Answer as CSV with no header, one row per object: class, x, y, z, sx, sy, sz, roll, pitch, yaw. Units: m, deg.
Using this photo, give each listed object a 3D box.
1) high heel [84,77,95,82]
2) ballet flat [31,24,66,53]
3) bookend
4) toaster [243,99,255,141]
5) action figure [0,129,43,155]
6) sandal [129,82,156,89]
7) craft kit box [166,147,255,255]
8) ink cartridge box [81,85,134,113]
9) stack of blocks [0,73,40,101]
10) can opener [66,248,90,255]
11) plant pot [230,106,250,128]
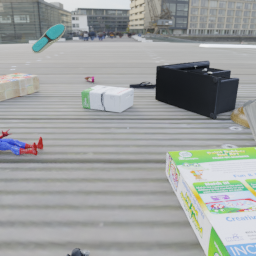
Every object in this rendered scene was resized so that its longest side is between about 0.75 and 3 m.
high heel,-1.999,-2.569,14.617,0.446,0.313,0.930,4,13,-19
ballet flat,-2.862,-3.210,10.169,1.480,0.514,0.514,-38,28,-5
bookend,3.105,-1.619,10.625,2.969,1.376,2.988,-13,25,-32
toaster,3.687,-0.288,6.563,1.093,1.243,1.924,-7,-12,-19
action figure,-3.053,0.367,6.679,1.917,0.496,0.627,-1,23,5
sandal,0.717,-2.048,13.330,1.306,0.280,0.496,0,21,-1
craft kit box,2.265,1.110,4.454,2.761,0.670,2.727,-2,23,-6
ink cartridge box,-0.717,-1.083,10.188,1.580,0.666,1.154,10,23,24
stack of blocks,-5.194,-1.754,11.902,1.408,0.716,2.445,12,24,30
can opener,-0.474,1.740,3.352,0.813,0.320,0.258,27,-6,45
plant pot,4.394,-0.372,8.844,2.176,0.299,2.176,1,20,0
